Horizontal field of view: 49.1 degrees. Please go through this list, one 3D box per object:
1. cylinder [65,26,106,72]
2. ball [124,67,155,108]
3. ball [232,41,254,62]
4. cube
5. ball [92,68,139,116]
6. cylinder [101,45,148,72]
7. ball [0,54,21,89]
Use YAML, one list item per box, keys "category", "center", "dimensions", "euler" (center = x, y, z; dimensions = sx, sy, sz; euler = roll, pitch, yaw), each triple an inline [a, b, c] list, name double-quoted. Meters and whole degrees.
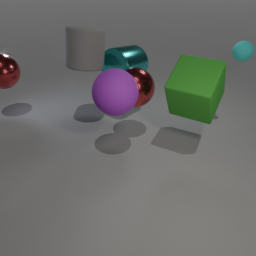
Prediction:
- category: "cylinder"
  center: [-1.541, -2.882, 10.107]
  dimensions: [1.400, 1.400, 1.400]
  euler: [4, 24, -2]
- category: "ball"
  center: [0.237, -1.409, 9.788]
  dimensions: [1.400, 1.400, 1.400]
  euler: [0, 29, 0]
- category: "ball"
  center: [4.013, -2.681, 9.776]
  dimensions: [0.700, 0.700, 0.700]
  euler: [0, 29, 0]
- category: "cube"
  center: [2.098, -1.197, 8.647]
  dimensions: [1.400, 1.400, 1.400]
  euler: [18, 64, 25]
- category: "ball"
  center: [-0.384, -1.070, 8.399]
  dimensions: [1.400, 1.400, 1.400]
  euler: [0, 29, 0]
- category: "cylinder"
  center: [-0.134, -2.516, 11.121]
  dimensions: [1.400, 1.400, 1.400]
  euler: [20, 29, 32]
- category: "ball"
  center: [-5.146, -2.298, 11.465]
  dimensions: [1.400, 1.400, 1.400]
  euler: [0, 29, 0]
